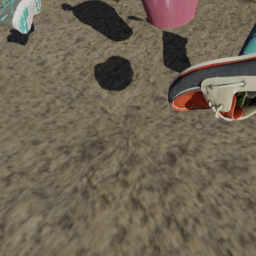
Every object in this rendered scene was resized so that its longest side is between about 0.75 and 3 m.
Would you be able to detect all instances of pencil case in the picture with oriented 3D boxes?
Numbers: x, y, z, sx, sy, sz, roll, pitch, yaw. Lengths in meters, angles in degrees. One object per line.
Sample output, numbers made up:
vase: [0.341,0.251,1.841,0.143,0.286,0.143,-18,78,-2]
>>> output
pencil case: [3.808,-2.340,7.761,1.010,0.930,2.185,29,88,-3]

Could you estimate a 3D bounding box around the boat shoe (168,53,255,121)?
boat shoe: [1.832,-0.593,4.579,2.947,1.049,0.922,-9,69,46]

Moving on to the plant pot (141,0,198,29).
plant pot: [1.183,-4.161,8.063,2.284,2.044,2.284,-6,50,7]

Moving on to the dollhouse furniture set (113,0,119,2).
dollhouse furniture set: [-1.106,-5.277,10.288,1.638,0.725,0.849,24,21,16]

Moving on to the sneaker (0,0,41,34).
sneaker: [-3.180,-3.567,8.129,0.966,0.822,2.118,6,47,0]
